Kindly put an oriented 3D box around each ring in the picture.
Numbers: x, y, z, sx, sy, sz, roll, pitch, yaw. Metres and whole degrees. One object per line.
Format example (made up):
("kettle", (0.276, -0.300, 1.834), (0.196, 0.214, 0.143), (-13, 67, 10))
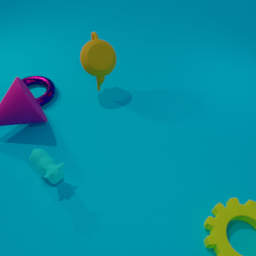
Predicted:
("ring", (-3.312, -1.272, 9.752), (1.573, 0.315, 1.573), (0, 49, 0))

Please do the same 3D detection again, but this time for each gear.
("gear", (2.649, 2.500, 6.376), (1.769, 0.327, 1.769), (1, 53, -2))

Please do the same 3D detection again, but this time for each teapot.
("teapot", (-1.001, -2.183, 9.176), (1.190, 1.914, 0.937), (-9, 6, -20))

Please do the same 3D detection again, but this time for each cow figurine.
("cow figurine", (-2.134, 0.963, 7.330), (0.596, 1.069, 1.086), (-38, 90, -27))

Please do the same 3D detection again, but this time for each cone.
("cone", (-3.531, -0.445, 8.345), (1.581, 1.575, 1.575), (-32, 55, -6))
